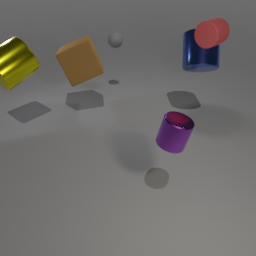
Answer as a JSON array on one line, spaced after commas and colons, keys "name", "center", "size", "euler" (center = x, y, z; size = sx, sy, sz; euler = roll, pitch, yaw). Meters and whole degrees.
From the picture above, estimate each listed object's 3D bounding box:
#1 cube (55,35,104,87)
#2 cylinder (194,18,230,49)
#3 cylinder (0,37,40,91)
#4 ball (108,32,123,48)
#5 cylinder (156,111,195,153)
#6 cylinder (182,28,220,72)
[{"name": "cube", "center": [-1.912, -2.740, 11.329], "size": [1.400, 1.400, 1.400], "euler": [-23, 26, 4]}, {"name": "cylinder", "center": [2.271, -2.568, 7.569], "size": [0.700, 0.700, 0.700], "euler": [25, 39, 36]}, {"name": "cylinder", "center": [-4.158, -2.281, 9.982], "size": [1.400, 1.400, 1.400], "euler": [27, 62, 38]}, {"name": "ball", "center": [-0.583, -4.081, 13.018], "size": [0.700, 0.700, 0.700], "euler": [0, 30, 0]}, {"name": "cylinder", "center": [1.052, 0.093, 6.316], "size": [0.700, 0.700, 0.700], "euler": [11, 34, -8]}, {"name": "cylinder", "center": [2.845, -2.995, 10.926], "size": [1.400, 1.400, 1.400], "euler": [1, 1, 0]}]
